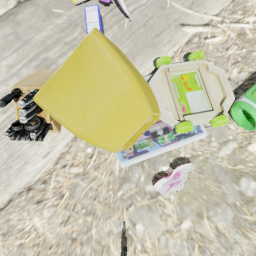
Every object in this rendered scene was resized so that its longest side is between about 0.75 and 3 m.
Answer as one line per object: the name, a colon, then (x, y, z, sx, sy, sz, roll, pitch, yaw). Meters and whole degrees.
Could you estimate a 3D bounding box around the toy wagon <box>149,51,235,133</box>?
toy wagon: (1.406, -0.955, 7.745, 2.894, 0.573, 2.246, -10, 69, -7)

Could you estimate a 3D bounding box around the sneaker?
sneaker: (1.264, 1.368, 7.230, 1.213, 0.494, 0.535, -35, 74, -4)

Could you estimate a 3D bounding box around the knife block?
knife block: (-2.309, -0.860, 7.041, 0.862, 2.366, 2.695, 2, 69, 1)

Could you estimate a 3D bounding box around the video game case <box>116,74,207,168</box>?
video game case: (0.602, -0.370, 7.969, 2.554, 0.294, 2.327, -19, 70, -8)

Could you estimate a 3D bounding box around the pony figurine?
pony figurine: (-0.746, -4.734, 8.705, 2.532, 2.444, 2.108, -7, 61, 20)

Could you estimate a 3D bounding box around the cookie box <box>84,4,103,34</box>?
cookie box: (-0.946, -2.770, 8.170, 0.447, 1.017, 1.189, -6, 82, 0)

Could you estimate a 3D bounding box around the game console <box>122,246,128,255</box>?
game console: (-0.055, 3.080, 5.844, 0.137, 0.672, 1.139, 7, 56, -8)

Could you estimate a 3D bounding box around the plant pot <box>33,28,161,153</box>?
plant pot: (-0.379, -0.573, 6.202, 1.986, 1.929, 1.942, 45, 101, 9)

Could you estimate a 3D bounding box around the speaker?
speaker: (3.998, -0.957, 7.820, 2.344, 1.037, 1.037, -39, 74, -13)
